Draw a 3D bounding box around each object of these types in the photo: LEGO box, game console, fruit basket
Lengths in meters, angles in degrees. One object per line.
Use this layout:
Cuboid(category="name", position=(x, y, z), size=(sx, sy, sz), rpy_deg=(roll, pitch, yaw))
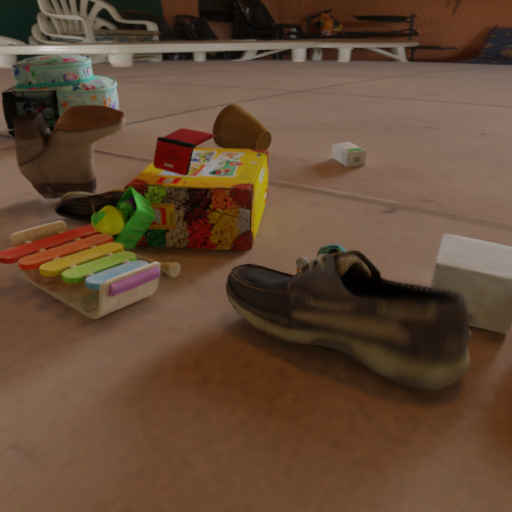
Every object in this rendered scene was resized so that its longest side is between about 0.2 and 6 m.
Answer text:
Cuboid(category="LEGO box", position=(-0.979, -1.195, 10.703), size=(2.178, 1.129, 2.925), rpy_deg=(3, 24, 6))
Cuboid(category="game console", position=(-1.298, -1.867, 9.991), size=(0.941, 0.811, 0.559), rpy_deg=(20, 12, 39))
Cuboid(category="fruit basket", position=(-2.208, -0.585, 8.872), size=(1.013, 1.013, 0.731), rpy_deg=(-8, 46, -18))

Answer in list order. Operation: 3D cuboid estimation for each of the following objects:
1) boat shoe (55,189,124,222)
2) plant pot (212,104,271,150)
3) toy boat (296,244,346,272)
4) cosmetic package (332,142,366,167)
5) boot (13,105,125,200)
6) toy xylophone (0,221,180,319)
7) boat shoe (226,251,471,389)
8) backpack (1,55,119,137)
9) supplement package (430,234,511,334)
Cuboid(category="boat shoe", position=(-3.000, -0.917, 10.789), size=(1.775, 0.638, 0.575), rpy_deg=(3, 32, 9))
Cuboid(category="plant pot", position=(-0.287, -3.469, 15.910), size=(1.405, 1.309, 1.309), rpy_deg=(30, 36, 32))
Cuboid(category="toy boat", position=(1.032, 0.122, 8.509), size=(0.888, 0.413, 0.747), rpy_deg=(-12, 46, -9))
Cuboid(category="cosmetic package", position=(2.485, -2.726, 15.061), size=(0.547, 0.431, 1.017), rpy_deg=(-9, 27, -16))
Cuboid(category="boot", position=(-3.684, -2.005, 11.510), size=(2.657, 1.942, 0.933), rpy_deg=(3, 43, 15))
Cuboid(category="toy xylophone", position=(-2.392, 0.099, 8.357), size=(2.659, 0.668, 1.947), rpy_deg=(15, 27, 30))
Cuboid(category="boat shoe", position=(1.048, 0.480, 6.759), size=(3.155, 1.157, 1.175), rpy_deg=(16, 20, 29))
Cuboid(category="backpack", position=(-6.277, -5.272, 18.486), size=(3.432, 2.584, 3.047), rpy_deg=(3, 24, -7))
Cuboid(category="supplement package", position=(2.934, 0.345, 7.559), size=(1.053, 0.810, 1.101), rpy_deg=(14, 27, 18))
